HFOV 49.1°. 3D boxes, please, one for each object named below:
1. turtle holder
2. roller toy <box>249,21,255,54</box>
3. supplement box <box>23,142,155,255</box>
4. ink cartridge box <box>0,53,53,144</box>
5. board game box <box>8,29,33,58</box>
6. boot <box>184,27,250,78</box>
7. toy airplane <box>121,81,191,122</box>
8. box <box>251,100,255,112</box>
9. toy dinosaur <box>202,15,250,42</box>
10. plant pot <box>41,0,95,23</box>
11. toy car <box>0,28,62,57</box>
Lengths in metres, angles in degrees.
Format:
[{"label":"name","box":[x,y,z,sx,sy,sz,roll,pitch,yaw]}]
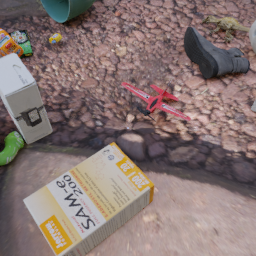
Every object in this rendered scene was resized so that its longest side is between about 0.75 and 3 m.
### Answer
[{"label":"turtle holder","box":[-4.723,0.251,8.406,2.653,2.015,1.884,-3,51,-1]},{"label":"roller toy","box":[6.084,-3.803,11.767,1.727,1.893,1.323,-4,47,14]},{"label":"supplement box","box":[-0.979,1.967,7.626,2.957,1.087,1.864,-33,58,-23]},{"label":"ink cartridge box","box":[-3.470,-0.911,9.075,0.994,2.385,1.732,-29,57,-21]},{"label":"board game box","box":[-4.970,-3.823,12.771,0.994,0.223,1.898,-14,53,-14]},{"label":"boot","box":[3.713,-3.239,11.975,1.940,1.028,2.947,-10,59,-16]},{"label":"toy airplane","box":[1.040,-1.035,9.872,2.670,0.491,2.670,13,40,-11]},{"label":"box","box":[6.083,-1.415,10.129,1.726,1.353,2.776,37,61,26]},{"label":"toy dinosaur","box":[4.790,-4.761,13.104,2.958,0.861,1.496,26,55,19]},{"label":"plant pot","box":[-2.790,-6.846,13.672,2.205,2.748,2.748,-33,59,-31]},{"label":"toy car","box":[-4.219,-3.808,11.750,2.898,1.422,0.964,-34,30,-20]}]
